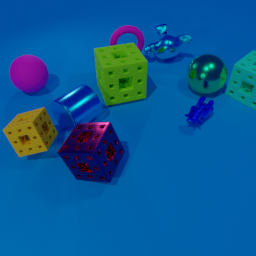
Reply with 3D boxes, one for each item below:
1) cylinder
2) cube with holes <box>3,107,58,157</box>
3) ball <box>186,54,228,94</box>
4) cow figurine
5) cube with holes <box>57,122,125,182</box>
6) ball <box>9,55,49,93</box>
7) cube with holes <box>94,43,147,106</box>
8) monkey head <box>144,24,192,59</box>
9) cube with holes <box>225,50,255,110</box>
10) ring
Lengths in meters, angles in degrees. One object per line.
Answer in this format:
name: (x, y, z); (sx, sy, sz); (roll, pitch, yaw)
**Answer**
cylinder: (-1.400, -0.537, 7.665); (1.008, 1.008, 1.008); (31, 53, 27)
cube with holes: (-2.348, 0.095, 6.852); (0.793, 0.793, 0.793); (-13, 28, 14)
ball: (2.419, -1.656, 8.616); (1.226, 1.226, 1.226); (0, 46, 0)
cow figurine: (1.982, -0.418, 7.726); (0.515, 0.939, 0.924); (33, 81, 26)
cube with holes: (-0.805, 0.549, 6.453); (0.955, 0.955, 0.955); (-2, 42, 29)
ball: (-3.049, -1.673, 8.662); (1.143, 1.143, 1.143); (0, 46, 0)
cube with holes: (-0.235, -1.653, 8.491); (1.262, 1.262, 1.262); (-12, 43, -12)
monkey head: (1.336, -3.065, 9.897); (1.675, 1.205, 1.009); (-15, 13, 4)
cube with holes: (3.849, -1.445, 8.464); (1.123, 1.123, 1.123); (-36, 56, -29)
ring: (-0.025, -2.851, 9.388); (1.182, 1.182, 0.236); (-8, 44, -7)
